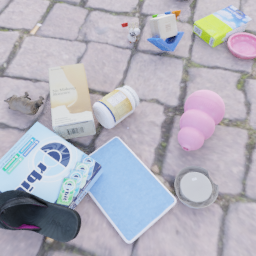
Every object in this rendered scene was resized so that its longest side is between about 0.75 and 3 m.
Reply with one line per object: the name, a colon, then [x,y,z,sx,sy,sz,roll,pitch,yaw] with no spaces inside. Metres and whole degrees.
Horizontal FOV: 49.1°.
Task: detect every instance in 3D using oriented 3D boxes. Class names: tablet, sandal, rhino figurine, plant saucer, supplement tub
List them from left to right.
rhino figurine: [-3.864,-0.911,10.189,1.809,0.541,0.791,15,55,29]
sandal: [-2.634,2.265,7.367,2.884,0.690,1.084,4,80,18]
supplement tub: [-0.405,-0.763,9.868,1.442,1.041,1.041,-38,65,-25]
tablet: [-0.181,1.770,8.716,1.948,0.204,2.994,-36,64,-16]
plant saucer: [4.995,-3.464,12.001,1.498,0.380,1.498,0,57,0]

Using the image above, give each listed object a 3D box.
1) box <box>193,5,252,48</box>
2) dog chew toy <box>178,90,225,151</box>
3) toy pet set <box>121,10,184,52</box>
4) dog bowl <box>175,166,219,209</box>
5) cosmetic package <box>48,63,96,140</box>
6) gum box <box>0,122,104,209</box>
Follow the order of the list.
box: [4.240,-4.629,12.635,2.285,0.545,1.394,-30,62,-17]
dog chew toy: [2.370,-0.211,9.434,1.367,1.367,2.196,24,68,15]
toy pet set: [1.392,-4.153,12.227,2.610,1.386,2.437,-21,25,-17]
dog bowl: [2.071,1.850,8.621,1.334,0.391,1.334,0,57,0]
cosmetic package: [-2.044,-0.999,10.088,1.407,0.951,2.675,-11,58,-7]
gum box: [-2.558,1.417,8.633,2.762,0.615,2.347,30,67,20]
